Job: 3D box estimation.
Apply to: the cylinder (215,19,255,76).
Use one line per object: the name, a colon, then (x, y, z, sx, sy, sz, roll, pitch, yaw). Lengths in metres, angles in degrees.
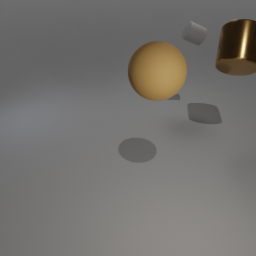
cylinder: (3.749, -2.658, 9.406, 1.400, 1.400, 1.400, 11, -8, 2)

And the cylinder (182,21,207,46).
cylinder: (2.549, -3.633, 10.780, 0.700, 0.700, 0.700, 18, 27, -17)

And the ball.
ball: (0.693, -1.353, 6.704, 1.400, 1.400, 1.400, 0, 31, 0)
